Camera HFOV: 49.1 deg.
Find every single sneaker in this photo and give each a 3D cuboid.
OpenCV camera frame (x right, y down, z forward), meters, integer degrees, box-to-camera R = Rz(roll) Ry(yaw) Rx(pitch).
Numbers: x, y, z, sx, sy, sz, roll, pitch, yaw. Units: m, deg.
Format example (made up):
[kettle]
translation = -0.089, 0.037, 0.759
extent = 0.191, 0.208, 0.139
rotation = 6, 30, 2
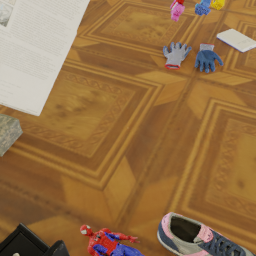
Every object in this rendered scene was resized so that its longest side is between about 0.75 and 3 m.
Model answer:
[sneaker]
translation = 1.556, 2.244, 5.277
extent = 2.089, 0.857, 0.733
rotation = 17, 49, 15

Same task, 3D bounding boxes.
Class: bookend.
[bookend]
translation = -2.479, 2.457, 5.033
extent = 2.004, 0.929, 2.016
rotation = 28, 53, 24

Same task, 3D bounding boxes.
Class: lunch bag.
[lunch bag]
translation = -3.597, 0.097, 7.436
extent = 1.146, 0.674, 0.940
rotation = 19, 49, 11

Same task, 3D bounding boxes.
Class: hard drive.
[hard drive]
translation = 4.350, -3.500, 11.158
extent = 0.891, 0.171, 1.350
rotation = -25, 51, -22

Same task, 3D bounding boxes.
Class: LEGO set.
[LEGO set]
translation = 2.207, -3.750, 7.942
extent = 0.970, 2.542, 1.043
rotation = 19, 66, -16

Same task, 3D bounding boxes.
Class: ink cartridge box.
[ink cartridge box]
translation = -1.967, -1.854, 5.469
extent = 1.623, 2.978, 0.750
rotation = 21, 20, -28

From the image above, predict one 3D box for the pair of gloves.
[pair of gloves]
translation = 2.358, -2.623, 10.299
extent = 2.210, 0.252, 1.777
rotation = 9, 49, 10

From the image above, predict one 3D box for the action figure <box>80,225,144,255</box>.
[action figure]
translation = -0.102, 2.410, 5.332
extent = 2.073, 0.536, 0.678
rotation = 20, 52, 28
